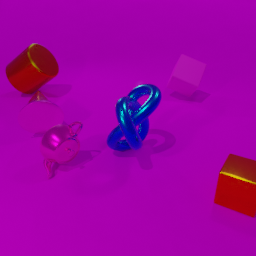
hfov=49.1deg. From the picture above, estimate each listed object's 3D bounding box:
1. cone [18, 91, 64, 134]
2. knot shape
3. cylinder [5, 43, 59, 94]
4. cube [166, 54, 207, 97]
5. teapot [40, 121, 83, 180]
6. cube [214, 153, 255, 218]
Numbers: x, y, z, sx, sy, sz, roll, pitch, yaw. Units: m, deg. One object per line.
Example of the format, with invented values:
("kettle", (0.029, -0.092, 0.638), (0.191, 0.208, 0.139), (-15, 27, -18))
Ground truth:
("cone", (-2.329, -0.634, 7.394), (1.119, 1.119, 1.123), (-8, 48, -15))
("knot shape", (0.087, -0.079, 6.293), (0.812, 1.645, 1.758), (22, 43, 5))
("cylinder", (-3.313, -2.034, 9.735), (1.298, 1.298, 1.298), (-27, 16, 28))
("cube", (1.955, -1.746, 9.442), (0.906, 0.906, 0.906), (24, 74, 1))
("teapot", (-1.416, 0.428, 5.951), (0.682, 0.866, 1.392), (30, 83, 37))
("cube", (2.074, 1.023, 5.129), (0.728, 0.728, 0.728), (16, 32, 28))
